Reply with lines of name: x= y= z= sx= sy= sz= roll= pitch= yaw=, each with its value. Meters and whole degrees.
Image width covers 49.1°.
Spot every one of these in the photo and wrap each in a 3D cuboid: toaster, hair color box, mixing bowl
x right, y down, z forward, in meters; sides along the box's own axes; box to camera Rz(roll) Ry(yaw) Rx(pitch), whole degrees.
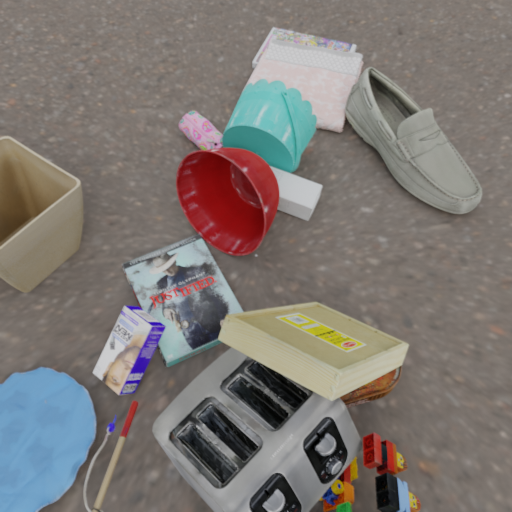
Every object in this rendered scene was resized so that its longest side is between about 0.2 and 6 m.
toaster: x=-0.030 y=2.330 z=7.299 sx=1.964 sy=1.289 sz=2.172 roll=-40 pitch=45 yaw=-21
hair color box: x=-1.898 y=1.405 z=8.363 sx=0.636 sy=0.377 sz=1.164 roll=29 pitch=98 yaw=29
mixing bowl: x=-0.332 y=-1.111 z=9.747 sx=1.963 sy=1.963 sz=1.063 roll=32 pitch=47 yaw=20

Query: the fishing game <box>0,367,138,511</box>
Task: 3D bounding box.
fishing game: x=-3.267 y=2.654 z=7.857 sx=3.111 sy=0.484 sz=2.228 roll=5 pitch=53 yaw=14

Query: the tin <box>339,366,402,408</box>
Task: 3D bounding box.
tin: x=1.331 y=1.795 z=8.517 sx=1.760 sy=0.368 sz=0.985 roll=-13 pitch=59 yaw=-10

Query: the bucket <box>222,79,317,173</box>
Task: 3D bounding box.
bucket: x=0.238 y=-2.350 z=10.685 sx=1.721 sy=1.721 sz=1.120 roll=19 pitch=65 yaw=13

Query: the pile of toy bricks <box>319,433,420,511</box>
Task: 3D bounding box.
pile of toy bricks: x=1.524 y=3.618 z=6.837 sx=1.317 sy=1.480 sz=2.668 roll=33 pitch=40 yaw=-23

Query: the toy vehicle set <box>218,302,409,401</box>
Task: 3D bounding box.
toy vehicle set: x=0.886 y=1.156 z=7.508 sx=1.614 sy=2.597 sz=0.344 roll=24 pitch=101 yaw=30

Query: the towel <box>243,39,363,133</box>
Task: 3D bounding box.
towel: x=1.032 y=-3.814 z=12.346 sx=2.317 sy=0.373 sz=2.213 roll=15 pitch=64 yaw=11

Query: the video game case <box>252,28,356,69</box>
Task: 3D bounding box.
video game case: x=1.149 y=-4.717 z=13.234 sx=2.114 sy=0.190 sz=1.514 roll=17 pitch=56 yaw=11

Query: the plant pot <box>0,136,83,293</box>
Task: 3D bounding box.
plant pot: x=-4.013 y=-0.514 z=9.354 sx=1.879 sy=1.663 sz=1.876 roll=30 pitch=60 yaw=21

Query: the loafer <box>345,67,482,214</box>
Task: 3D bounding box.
loafer: x=3.002 y=-2.234 z=10.754 sx=1.208 sy=1.205 sz=3.453 roll=-31 pitch=67 yaw=-23

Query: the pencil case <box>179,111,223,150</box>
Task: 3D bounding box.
pencil case: x=-1.020 y=-2.424 z=11.384 sx=0.562 sy=0.562 sz=1.286 roll=-32 pitch=60 yaw=-21

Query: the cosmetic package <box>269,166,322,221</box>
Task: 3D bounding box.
cosmetic package: x=0.546 y=-1.195 z=10.499 sx=1.235 sy=0.457 sz=0.628 roll=23 pitch=61 yaw=7

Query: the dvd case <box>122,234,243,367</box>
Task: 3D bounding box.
dvd case: x=-1.200 y=0.675 z=9.374 sx=1.499 sy=0.226 sz=2.054 roll=-22 pitch=58 yaw=-15
